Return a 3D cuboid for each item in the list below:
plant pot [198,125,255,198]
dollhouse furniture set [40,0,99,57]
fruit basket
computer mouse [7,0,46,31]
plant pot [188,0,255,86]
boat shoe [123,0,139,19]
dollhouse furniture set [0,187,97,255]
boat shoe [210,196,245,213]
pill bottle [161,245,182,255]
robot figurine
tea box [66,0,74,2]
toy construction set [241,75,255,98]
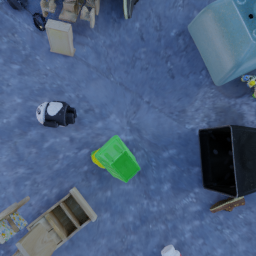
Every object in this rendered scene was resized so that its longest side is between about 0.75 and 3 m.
[{"bbox_3d":[3.555,0.924,8.836,1.811,2.036,2.041,-4,87,-13],"label":"plant pot"},{"bbox_3d":[-2.054,-3.658,9.626,1.754,1.243,1.910,13,66,0],"label":"dollhouse furniture set"},{"bbox_3d":[-0.505,0.959,9.191,1.141,1.582,1.582,-43,88,-8],"label":"fruit basket"},{"bbox_3d":[-3.604,-4.199,9.845,1.983,0.337,0.581,44,87,2],"label":"computer mouse"},{"bbox_3d":[3.680,-3.118,8.696,2.463,2.516,2.470,-25,87,-1],"label":"plant pot"},{"bbox_3d":[0.203,-4.712,9.695,0.629,0.684,1.915,5,82,5],"label":"boat shoe"},{"bbox_3d":[-2.187,3.021,8.146,1.932,2.909,2.550,-38,88,-2],"label":"dollhouse furniture set"},{"bbox_3d":[3.370,2.615,9.405,1.240,0.446,0.419,-21,85,-4],"label":"boat shoe"},{"bbox_3d":[1.570,4.463,9.217,0.615,0.615,1.095,-32,87,-2],"label":"pill bottle"},{"bbox_3d":[-2.396,-0.470,9.380,1.291,0.970,0.805,6,99,3],"label":"robot figurine"},{"bbox_3d":[-1.101,-5.630,8.860,2.426,1.621,2.387,-10,61,2],"label":"tea box"},{"bbox_3d":[4.931,-1.601,9.504,1.823,0.840,1.195,-25,87,10],"label":"toy construction set"}]
